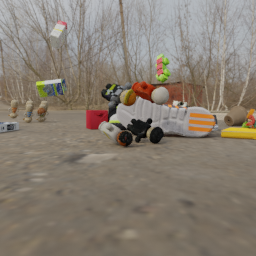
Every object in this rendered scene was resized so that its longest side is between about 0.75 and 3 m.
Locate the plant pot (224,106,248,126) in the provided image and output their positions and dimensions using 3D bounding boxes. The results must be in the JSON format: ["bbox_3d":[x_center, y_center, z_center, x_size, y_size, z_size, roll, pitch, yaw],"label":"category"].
[{"bbox_3d":[4.614,-0.432,12.116,0.780,0.895,0.895,-23,15,-27],"label":"plant pot"}]

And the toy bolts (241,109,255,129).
[{"bbox_3d":[3.845,-0.177,8.394,0.534,0.736,0.771,24,0,12],"label":"toy bolts"}]

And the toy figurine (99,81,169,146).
[{"bbox_3d":[0.146,-0.310,6.265,1.434,1.457,1.014,-7,23,-43],"label":"toy figurine"}]

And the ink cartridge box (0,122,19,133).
[{"bbox_3d":[-4.425,-0.017,9.457,0.785,0.309,1.578,1,6,6],"label":"ink cartridge box"}]

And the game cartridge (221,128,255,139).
[{"bbox_3d":[3.471,0.164,7.849,1.416,0.230,1.249,6,7,31],"label":"game cartridge"}]

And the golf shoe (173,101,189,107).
[{"bbox_3d":[3.567,-1.048,17.177,1.015,1.158,2.629,2,4,39],"label":"golf shoe"}]

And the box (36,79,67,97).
[{"bbox_3d":[-3.080,-1.620,11.371,1.108,0.675,0.264,-8,49,-7],"label":"box"}]

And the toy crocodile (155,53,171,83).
[{"bbox_3d":[1.594,-2.856,13.288,0.641,1.900,0.587,-25,-42,33],"label":"toy crocodile"}]

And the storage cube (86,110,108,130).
[{"bbox_3d":[-1.185,-0.324,10.634,0.683,0.718,0.799,-2,6,-24],"label":"storage cube"}]

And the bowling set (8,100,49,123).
[{"bbox_3d":[-4.904,-0.673,14.470,2.177,1.169,1.515,-2,24,-39],"label":"bowling set"}]

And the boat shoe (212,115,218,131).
[{"bbox_3d":[2.472,-0.290,10.452,0.706,0.669,2.020,-3,5,-31],"label":"boat shoe"}]

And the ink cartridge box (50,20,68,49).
[{"bbox_3d":[-2.815,-3.811,11.439,0.381,0.913,0.663,18,-30,-1],"label":"ink cartridge box"}]

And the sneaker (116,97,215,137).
[{"bbox_3d":[1.153,-0.232,8.566,2.867,1.112,1.606,12,4,15],"label":"sneaker"}]

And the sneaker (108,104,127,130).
[{"bbox_3d":[-0.331,-0.540,11.015,0.931,1.075,2.595,-1,5,-7],"label":"sneaker"}]
